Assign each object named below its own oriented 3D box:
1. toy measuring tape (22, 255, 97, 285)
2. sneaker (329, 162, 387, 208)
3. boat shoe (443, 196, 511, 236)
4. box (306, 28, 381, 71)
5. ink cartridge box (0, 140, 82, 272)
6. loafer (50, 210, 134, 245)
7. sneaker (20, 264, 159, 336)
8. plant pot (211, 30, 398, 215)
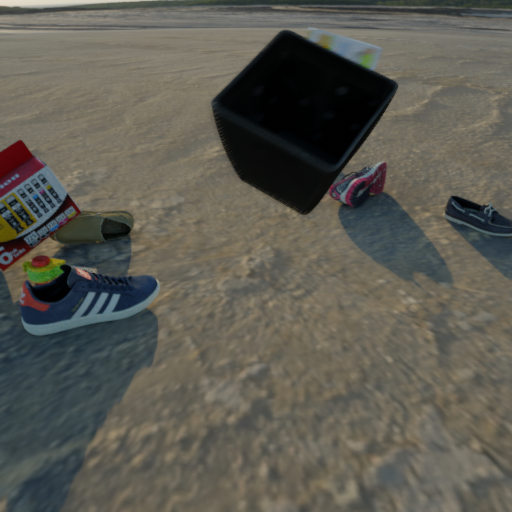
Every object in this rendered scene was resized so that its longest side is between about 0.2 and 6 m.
[{"bbox_3d":[-3.863,0.330,10.773,1.583,0.582,0.582,9,30,16],"label":"toy measuring tape"},{"bbox_3d":[2.754,-1.969,14.645,0.791,0.854,2.119,20,35,36],"label":"sneaker"},{"bbox_3d":[5.272,-0.947,13.052,1.815,0.569,0.659,23,36,36],"label":"boat shoe"},{"bbox_3d":[1.442,-3.495,9.834,1.219,0.686,0.618,11,23,-16],"label":"box"},{"bbox_3d":[-4.924,-1.027,11.285,2.009,1.764,0.842,-42,44,-16],"label":"ink cartridge box"},{"bbox_3d":[-3.585,-0.639,12.353,1.877,0.714,0.633,-13,26,-23],"label":"loafer"},{"bbox_3d":[-2.868,0.572,9.805,2.435,1.029,0.913,-16,33,-28],"label":"sneaker"},{"bbox_3d":[0.511,-1.398,6.523,1.518,1.347,1.514,30,63,14],"label":"plant pot"}]
